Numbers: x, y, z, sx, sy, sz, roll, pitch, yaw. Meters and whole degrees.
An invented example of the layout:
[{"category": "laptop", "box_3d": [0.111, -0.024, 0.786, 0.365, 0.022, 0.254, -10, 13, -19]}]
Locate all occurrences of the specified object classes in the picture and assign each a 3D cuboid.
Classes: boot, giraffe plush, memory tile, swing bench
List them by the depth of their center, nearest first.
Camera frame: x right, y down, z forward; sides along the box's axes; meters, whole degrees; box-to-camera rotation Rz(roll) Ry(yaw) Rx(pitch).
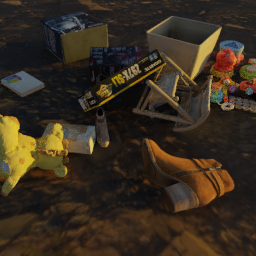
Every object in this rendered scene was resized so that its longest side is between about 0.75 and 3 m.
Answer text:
[{"category": "boot", "box_3d": [1.673, 1.118, 8.294, 2.018, 0.997, 2.599, -15, 42, -17]}, {"category": "giraffe plush", "box_3d": [-2.883, 0.665, 8.354, 2.025, 2.155, 2.497, -5, 25, -39]}, {"category": "boot", "box_3d": [-0.922, -0.060, 9.741, 0.450, 0.937, 1.281, -9, 41, -11]}, {"category": "swing bench", "box_3d": [1.789, -1.278, 10.641, 2.434, 1.579, 2.421, 26, 42, -1]}, {"category": "memory tile", "box_3d": [4.661, -0.971, 11.429, 1.096, 0.092, 0.840, 15, 40, 12]}]

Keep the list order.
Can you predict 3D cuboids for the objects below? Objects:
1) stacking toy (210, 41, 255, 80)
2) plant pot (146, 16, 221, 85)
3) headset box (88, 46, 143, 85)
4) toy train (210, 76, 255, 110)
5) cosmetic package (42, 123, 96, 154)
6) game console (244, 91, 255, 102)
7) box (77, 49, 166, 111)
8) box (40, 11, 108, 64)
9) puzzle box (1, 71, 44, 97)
[{"category": "stacking toy", "box_3d": [5.495, -3.444, 13.591, 2.503, 1.168, 2.765, 14, 42, 17]}, {"category": "plant pot", "box_3d": [2.454, -3.449, 12.801, 2.482, 2.200, 2.485, 24, 47, 26]}, {"category": "headset box", "box_3d": [-0.414, -2.952, 13.108, 2.717, 1.019, 2.020, -2, 40, -3]}, {"category": "toy train", "box_3d": [4.353, -1.648, 11.618, 2.444, 0.680, 1.836, -29, 37, -28]}, {"category": "cosmetic package", "box_3d": [-1.985, 0.340, 9.537, 1.654, 0.588, 0.870, 3, 40, 4]}, {"category": "game console", "box_3d": [6.288, -1.562, 12.060, 2.264, 0.273, 1.335, -13, 42, -13]}, {"category": "box", "box_3d": [-0.330, -1.728, 10.481, 2.952, 0.728, 2.358, -34, 8, -19]}, {"category": "box", "box_3d": [-2.862, -4.926, 15.025, 2.647, 1.641, 2.603, -25, 48, -26]}, {"category": "puzzle box", "box_3d": [-4.749, -2.011, 12.619, 1.731, 0.220, 1.151, 30, 49, 31]}]
